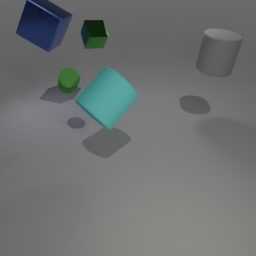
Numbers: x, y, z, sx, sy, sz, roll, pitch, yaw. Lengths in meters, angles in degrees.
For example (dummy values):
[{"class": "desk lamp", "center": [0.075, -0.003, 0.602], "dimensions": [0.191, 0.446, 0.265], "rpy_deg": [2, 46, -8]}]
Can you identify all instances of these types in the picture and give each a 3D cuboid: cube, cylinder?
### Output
[{"class": "cube", "center": [-3.210, -4.029, 10.855], "dimensions": [1.400, 1.400, 1.400], "rpy_deg": [29, 28, -8]}, {"class": "cylinder", "center": [-2.061, -1.628, 9.715], "dimensions": [0.700, 0.700, 0.700], "rpy_deg": [-13, -6, -19]}, {"class": "cube", "center": [-1.187, -3.267, 9.791], "dimensions": [0.700, 0.700, 0.700], "rpy_deg": [-11, 75, -24]}, {"class": "cylinder", "center": [-0.649, -0.884, 8.586], "dimensions": [1.400, 1.400, 1.400], "rpy_deg": [-49, 47, -6]}, {"class": "cylinder", "center": [3.425, -2.860, 10.628], "dimensions": [1.400, 1.400, 1.400], "rpy_deg": [4, 36, -3]}]
